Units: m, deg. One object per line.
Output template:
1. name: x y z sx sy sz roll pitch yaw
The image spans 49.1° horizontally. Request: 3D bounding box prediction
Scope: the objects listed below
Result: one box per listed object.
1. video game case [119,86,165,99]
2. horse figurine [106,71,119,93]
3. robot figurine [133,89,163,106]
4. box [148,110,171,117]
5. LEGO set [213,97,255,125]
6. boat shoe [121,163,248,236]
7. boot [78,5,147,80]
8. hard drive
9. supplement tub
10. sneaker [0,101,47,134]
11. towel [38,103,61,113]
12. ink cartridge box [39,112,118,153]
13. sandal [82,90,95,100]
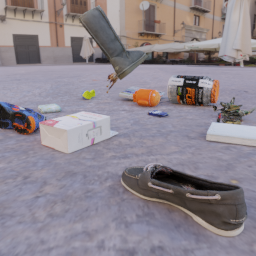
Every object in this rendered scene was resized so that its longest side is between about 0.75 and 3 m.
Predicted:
1. video game case: 0.877 -2.048 17.157 2.279 0.251 2.075 14 25 21
2. horse figurine: -0.357 -1.710 9.039 0.338 1.355 0.898 34 51 -14
3. robot figurine: 1.071 -1.680 15.369 1.608 0.938 1.156 9 0 27
4. box: 1.483 -0.665 13.272 0.590 0.158 0.974 -15 21 -41
5. LEGO set: 4.557 -0.565 12.413 1.741 0.760 2.681 12 33 41
6. boat shoe: 1.019 1.151 5.829 0.996 0.849 2.980 -15 22 -42
7. boot: -0.362 -2.385 7.579 0.684 1.885 1.714 -33 12 32
8. hard drive: 4.133 0.238 9.916 2.430 0.319 1.603 7 18 22
9. supplement tub: 3.634 -2.102 15.575 2.625 1.609 1.609 7 18 25
10. sneaker: -4.390 -0.417 11.261 2.812 1.059 1.103 22 18 31
11. towel: -3.996 -0.984 14.212 0.962 0.270 1.123 -12 20 -27
12. ink cartridge box: -1.608 0.019 9.742 1.434 0.831 2.462 12 20 36
13. sandal: -2.572 -2.069 17.521 0.630 0.575 1.447 -4 8 17
